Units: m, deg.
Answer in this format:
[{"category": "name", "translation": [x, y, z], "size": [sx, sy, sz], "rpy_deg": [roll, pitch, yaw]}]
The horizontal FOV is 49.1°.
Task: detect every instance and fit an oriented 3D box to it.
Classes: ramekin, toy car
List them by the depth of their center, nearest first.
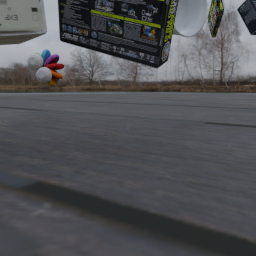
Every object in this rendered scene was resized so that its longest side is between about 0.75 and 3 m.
[{"category": "ramekin", "translation": [1.600, -3.538, 8.407], "size": [1.555, 1.555, 0.758], "rpy_deg": [-6, 19, -35]}, {"category": "toy car", "translation": [-2.547, -2.001, 9.056], "size": [0.905, 1.207, 1.057], "rpy_deg": [-33, -1, 10]}]

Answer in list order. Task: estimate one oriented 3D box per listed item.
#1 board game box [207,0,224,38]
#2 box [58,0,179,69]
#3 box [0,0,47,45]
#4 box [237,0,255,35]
[{"category": "board game box", "translation": [2.466, -3.212, 7.918], "size": [0.158, 0.707, 1.349], "rpy_deg": [-7, -13, 7]}, {"category": "box", "translation": [-0.249, -2.306, 5.165], "size": [2.314, 1.854, 0.512], "rpy_deg": [20, 37, 20]}, {"category": "box", "translation": [-2.681, -2.508, 5.181], "size": [1.525, 1.790, 2.800], "rpy_deg": [-13, 17, -28]}, {"category": "box", "translation": [3.487, -2.990, 7.531], "size": [0.666, 0.900, 0.469], "rpy_deg": [-9, -19, -29]}]
